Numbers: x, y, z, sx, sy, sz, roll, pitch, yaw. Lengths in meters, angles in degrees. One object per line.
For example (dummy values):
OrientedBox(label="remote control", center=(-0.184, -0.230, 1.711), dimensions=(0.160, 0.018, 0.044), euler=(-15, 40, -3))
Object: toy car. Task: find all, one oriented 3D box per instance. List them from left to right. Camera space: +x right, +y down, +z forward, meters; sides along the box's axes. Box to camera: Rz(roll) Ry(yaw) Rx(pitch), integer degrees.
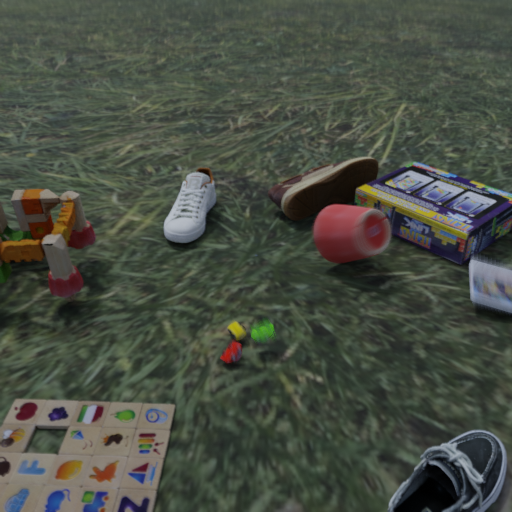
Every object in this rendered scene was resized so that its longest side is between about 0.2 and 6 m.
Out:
OrientedBox(label="toy car", center=(-0.084, 1.163, 7.825), dimensions=(0.767, 0.182, 0.815), euler=(-19, 28, 17))

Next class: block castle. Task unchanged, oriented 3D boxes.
OrientedBox(label="block castle", center=(-4.098, -0.055, 9.007), dimensions=(2.723, 1.278, 1.820), euler=(-4, 37, -2))

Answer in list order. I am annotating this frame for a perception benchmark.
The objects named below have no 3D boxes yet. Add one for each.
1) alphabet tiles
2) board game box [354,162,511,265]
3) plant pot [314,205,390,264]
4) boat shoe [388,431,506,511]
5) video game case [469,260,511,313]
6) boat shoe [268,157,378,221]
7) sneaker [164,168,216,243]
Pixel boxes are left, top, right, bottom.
OrientedBox(label="alphabet tiles", center=(-2.064, 2.486, 5.996), dimensions=(2.030, 0.092, 2.428), euler=(2, 32, 2))
OrientedBox(label="board game box", center=(3.494, -0.924, 10.897), dimensions=(2.034, 0.698, 2.460), euler=(-27, 41, -33))
OrientedBox(label="plant pot", center=(1.665, -0.386, 9.418), dimensions=(1.058, 1.058, 0.936), euler=(-22, 11, -31))
OrientedBox(label="boat shoe", center=(1.960, 2.293, 5.734), dimensions=(1.977, 0.675, 0.730), euler=(-21, 38, -30))
OrientedBox(label="video game case", center=(4.022, 0.553, 8.858), dimensions=(1.252, 0.144, 1.141), euler=(17, 32, 9))
OrientedBox(label="boat shoe", center=(1.420, -1.558, 11.733), dimensions=(2.626, 0.947, 0.945), euler=(-26, 41, -26))
OrientedBox(label="sneaker", center=(-1.310, -1.075, 10.941), dimensions=(0.786, 0.914, 2.158), euler=(6, 34, 6))
